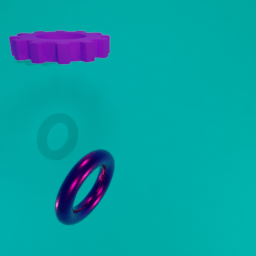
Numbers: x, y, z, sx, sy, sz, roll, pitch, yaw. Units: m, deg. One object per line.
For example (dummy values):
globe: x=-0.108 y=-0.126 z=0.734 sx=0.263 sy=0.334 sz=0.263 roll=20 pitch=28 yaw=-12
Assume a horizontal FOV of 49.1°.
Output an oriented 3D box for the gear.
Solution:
gear: x=-1.385 y=-1.741 z=5.873 sx=1.987 sy=1.987 sz=0.367 roll=1 pitch=116 yaw=0

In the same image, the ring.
ring: x=-0.696 y=1.006 z=4.782 sx=0.283 sy=1.414 sz=1.414 roll=27 pitch=85 yaw=22
